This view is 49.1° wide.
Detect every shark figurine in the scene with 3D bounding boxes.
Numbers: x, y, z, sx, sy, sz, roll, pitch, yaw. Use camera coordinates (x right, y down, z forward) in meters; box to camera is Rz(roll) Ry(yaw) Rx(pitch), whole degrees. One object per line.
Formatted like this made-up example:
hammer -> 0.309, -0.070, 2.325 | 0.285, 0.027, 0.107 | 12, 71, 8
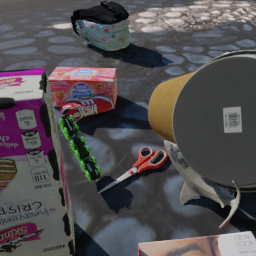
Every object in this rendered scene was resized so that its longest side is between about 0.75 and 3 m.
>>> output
shark figurine -> 1.367, 1.167, 5.212 | 0.874, 1.251, 2.094 | -45, 34, 0

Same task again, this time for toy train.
toy train -> -1.027, 0.443, 5.917 | 0.347, 0.469, 1.662 | -21, 67, -24

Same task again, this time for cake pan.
cake pan -> 1.765, -0.113, 4.659 | 2.416, 2.416, 0.443 | 27, 16, 34

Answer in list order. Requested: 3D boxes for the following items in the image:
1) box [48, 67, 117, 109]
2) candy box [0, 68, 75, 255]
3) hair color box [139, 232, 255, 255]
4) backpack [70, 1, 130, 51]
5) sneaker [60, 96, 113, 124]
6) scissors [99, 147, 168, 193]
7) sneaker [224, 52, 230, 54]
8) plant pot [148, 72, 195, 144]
box -> -1.329, -1.252, 8.585 | 1.952, 0.924, 1.002 | 3, 34, 4
candy box -> -1.872, 0.799, 3.785 | 2.012, 2.950, 0.900 | -7, 35, -9
hair color box -> 1.096, 2.665, 2.847 | 1.655, 0.954, 2.985 | -4, 33, -5
backpack -> -1.051, -4.690, 12.933 | 2.252, 1.708, 2.699 | -38, 49, -24
sneaker -> -1.178, -0.510, 7.862 | 1.455, 0.518, 0.818 | -2, 30, 10
scissors -> 0.193, 0.938, 6.082 | 0.695, 0.132, 1.901 | 22, 39, 26
sneaker -> 4.110, -2.256, 10.505 | 0.760, 0.663, 1.690 | -40, 44, -19
plant pot -> 1.931, -0.280, 6.066 | 2.808, 2.617, 2.617 | 14, 35, 39
